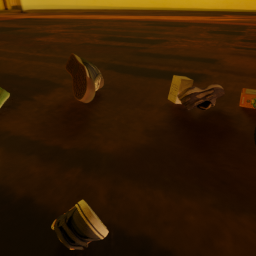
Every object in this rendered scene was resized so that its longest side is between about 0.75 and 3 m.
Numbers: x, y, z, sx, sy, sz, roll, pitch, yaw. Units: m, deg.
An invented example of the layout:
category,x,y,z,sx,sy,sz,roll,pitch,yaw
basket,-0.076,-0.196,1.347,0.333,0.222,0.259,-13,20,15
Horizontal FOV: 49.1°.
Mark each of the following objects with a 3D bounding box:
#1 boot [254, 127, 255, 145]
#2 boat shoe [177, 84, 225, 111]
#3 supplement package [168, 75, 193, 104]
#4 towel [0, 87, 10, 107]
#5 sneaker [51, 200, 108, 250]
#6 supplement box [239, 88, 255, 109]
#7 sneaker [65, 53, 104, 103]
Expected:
category,x,y,z,sx,sy,sz,roll,pitch,yaw
boot,3.445,-0.096,6.424,1.164,1.421,0.526,8,-8,-35
boat shoe,2.319,-0.874,8.656,1.883,0.690,0.701,-11,-15,-32
supplement package,1.715,-1.251,9.180,0.497,0.820,0.491,1,23,-25
towel,-3.317,0.076,5.518,1.788,0.368,2.396,29,82,42
sneaker,-0.681,1.378,3.851,0.589,1.483,0.582,-37,84,-19
supplement box,4.362,-0.862,8.855,1.516,0.504,0.522,12,35,24
sneaker,-1.335,-1.726,9.986,1.247,0.931,2.778,18,28,-35
